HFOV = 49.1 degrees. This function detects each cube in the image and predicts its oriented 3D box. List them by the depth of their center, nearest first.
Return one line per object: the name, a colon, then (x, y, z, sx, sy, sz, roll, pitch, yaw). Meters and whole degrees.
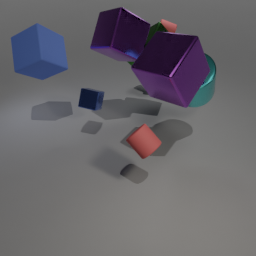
cube: (1.224, -1.649, 7.862, 1.400, 1.400, 1.400, 24, 74, 40)
cube: (-0.287, -3.286, 10.069, 1.400, 1.400, 1.400, 14, 3, -39)
cube: (-1.363, -1.080, 10.467, 0.700, 0.700, 0.700, 14, 11, 11)
cube: (-3.306, -2.790, 10.514, 1.400, 1.400, 1.400, -15, -10, 26)
cube: (0.986, -2.970, 11.037, 1.400, 1.400, 1.400, -12, 47, 48)

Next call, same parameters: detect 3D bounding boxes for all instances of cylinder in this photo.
cylinder: (0.426, 0.361, 7.609, 0.700, 0.700, 0.700, 49, 40, -2)
cylinder: (2.199, -1.590, 9.373, 1.400, 1.400, 1.400, -5, 69, 13)
cylinder: (1.640, -4.197, 12.003, 0.700, 0.700, 0.700, 19, 30, -6)
